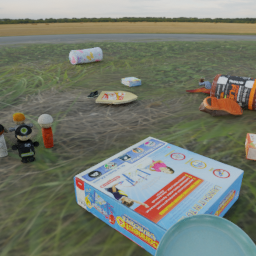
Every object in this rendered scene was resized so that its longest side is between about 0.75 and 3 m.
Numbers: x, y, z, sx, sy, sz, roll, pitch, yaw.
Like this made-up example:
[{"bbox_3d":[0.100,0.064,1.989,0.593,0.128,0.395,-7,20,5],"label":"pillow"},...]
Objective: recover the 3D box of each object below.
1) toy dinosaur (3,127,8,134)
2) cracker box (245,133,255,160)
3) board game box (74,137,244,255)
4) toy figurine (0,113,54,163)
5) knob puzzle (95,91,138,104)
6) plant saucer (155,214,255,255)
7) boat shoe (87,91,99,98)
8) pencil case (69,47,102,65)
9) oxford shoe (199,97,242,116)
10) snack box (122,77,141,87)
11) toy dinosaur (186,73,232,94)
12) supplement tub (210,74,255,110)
[{"bbox_3d":[-4.714,0.287,9.333,1.217,0.916,2.380,-40,43,-13],"label":"toy dinosaur"},{"bbox_3d":[4.606,0.674,8.841,1.618,0.467,1.084,7,25,19],"label":"cracker box"},{"bbox_3d":[0.761,1.419,6.708,2.856,0.815,2.917,21,31,38],"label":"board game box"},{"bbox_3d":[-3.384,0.196,9.043,1.673,1.182,1.700,9,26,21],"label":"toy figurine"},{"bbox_3d":[-0.489,-1.449,13.899,2.111,0.293,2.111,0,23,0],"label":"knob puzzle"},{"bbox_3d":[1.274,2.297,4.387,1.816,0.249,1.816,3,62,-5],"label":"plant saucer"},{"bbox_3d":[-1.847,-1.775,14.665,0.310,0.275,0.830,19,30,37],"label":"boat shoe"},{"bbox_3d":[-3.454,-5.977,23.149,2.772,1.152,1.257,-20,32,-38],"label":"pencil case"},{"bbox_3d":[3.974,-0.844,12.012,1.991,0.726,0.710,11,60,-18],"label":"oxford shoe"},{"bbox_3d":[0.199,-2.802,16.939,0.827,0.332,0.981,-14,26,-28],"label":"snack box"},{"bbox_3d":[4.580,-1.878,14.740,2.213,1.162,2.008,-38,41,6],"label":"toy dinosaur"},{"bbox_3d":[5.295,-1.637,12.900,2.680,1.433,1.433,14,27,31],"label":"supplement tub"}]
